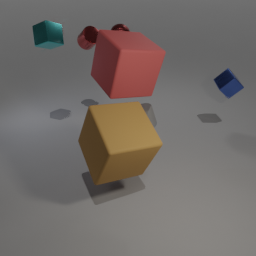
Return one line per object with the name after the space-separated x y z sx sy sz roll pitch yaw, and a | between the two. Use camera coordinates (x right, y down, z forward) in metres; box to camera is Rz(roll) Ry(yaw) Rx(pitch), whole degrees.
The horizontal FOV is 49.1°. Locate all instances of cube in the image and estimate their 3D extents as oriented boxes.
-2.671 -3.102 9.390 0.700 0.700 0.700 -5 3 34 | cube
-0.258 0.353 6.920 1.400 1.400 1.400 -8 54 -29 | cube
-0.054 -1.792 7.846 1.400 1.400 1.400 -8 41 -31 | cube
3.850 -1.705 10.732 0.700 0.700 0.700 32 32 -33 | cube

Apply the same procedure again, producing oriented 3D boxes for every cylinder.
-1.524 -3.477 10.831 0.700 0.700 0.700 -19 3 -30 | cylinder
0.545 -0.361 9.328 0.700 0.700 0.700 -15 30 9 | cylinder

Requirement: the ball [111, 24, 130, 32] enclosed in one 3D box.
-0.271 -3.175 9.520 0.700 0.700 0.700 0 29 0 | ball
